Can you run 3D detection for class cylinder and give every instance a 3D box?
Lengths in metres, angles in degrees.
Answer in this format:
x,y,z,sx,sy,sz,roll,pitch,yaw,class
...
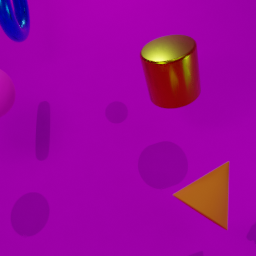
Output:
x,y,z,sx,sy,sz,roll,pitch,yaw,class
0.948,-1.229,6.125,1.185,1.185,1.185,-11,41,9,cylinder

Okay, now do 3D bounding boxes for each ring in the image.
x,y,z,sx,sy,sz,roll,pitch,yaw,class
-2.561,-2.805,6.149,0.357,1.784,1.784,-6,64,-3,ring

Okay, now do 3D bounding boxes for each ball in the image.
x,y,z,sx,sy,sz,roll,pitch,yaw,class
-2.569,-0.636,5.069,0.997,0.997,0.997,0,64,0,ball

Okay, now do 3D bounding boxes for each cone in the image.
x,y,z,sx,sy,sz,roll,pitch,yaw,class
1.520,1.032,4.945,1.054,1.054,1.058,32,82,14,cone
